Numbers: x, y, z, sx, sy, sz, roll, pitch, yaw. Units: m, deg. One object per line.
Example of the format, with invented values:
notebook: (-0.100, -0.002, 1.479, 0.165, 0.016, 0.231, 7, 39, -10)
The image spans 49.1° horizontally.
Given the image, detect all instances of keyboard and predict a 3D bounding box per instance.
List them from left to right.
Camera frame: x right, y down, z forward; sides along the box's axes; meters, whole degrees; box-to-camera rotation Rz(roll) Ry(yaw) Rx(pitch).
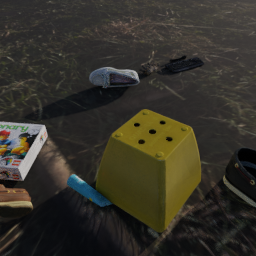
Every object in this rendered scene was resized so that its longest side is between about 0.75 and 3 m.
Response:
keyboard: (2.286, -2.749, 11.746, 1.660, 0.171, 1.055, -19, 41, -24)

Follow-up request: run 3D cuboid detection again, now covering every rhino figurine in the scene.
rhino figurine: (0.923, -2.405, 11.182, 0.428, 0.293, 0.980, 39, 49, 22)

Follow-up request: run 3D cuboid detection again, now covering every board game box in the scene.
board game box: (-3.705, 0.499, 7.246, 2.714, 0.470, 1.714, 4, 37, 5)

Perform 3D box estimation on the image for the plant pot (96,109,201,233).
plant pot: (0.493, 0.704, 6.053, 1.833, 1.617, 1.833, 25, 45, 28)

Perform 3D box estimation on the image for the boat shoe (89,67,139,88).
boat shoe: (-0.487, -1.770, 10.090, 1.782, 0.657, 0.571, 1, 33, -10)

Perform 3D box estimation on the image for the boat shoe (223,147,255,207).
boat shoe: (3.384, 1.432, 5.720, 1.076, 0.922, 2.942, -29, 47, -34)

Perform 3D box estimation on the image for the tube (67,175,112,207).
tube: (-0.879, 1.414, 6.215, 1.124, 0.283, 0.435, 26, 13, 30)

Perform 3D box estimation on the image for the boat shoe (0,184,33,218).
boat shoe: (-2.636, 1.388, 5.422, 1.613, 0.581, 0.545, 22, 36, -47)
